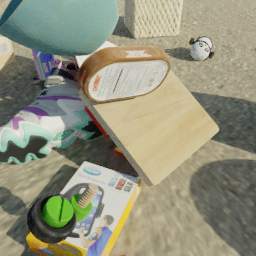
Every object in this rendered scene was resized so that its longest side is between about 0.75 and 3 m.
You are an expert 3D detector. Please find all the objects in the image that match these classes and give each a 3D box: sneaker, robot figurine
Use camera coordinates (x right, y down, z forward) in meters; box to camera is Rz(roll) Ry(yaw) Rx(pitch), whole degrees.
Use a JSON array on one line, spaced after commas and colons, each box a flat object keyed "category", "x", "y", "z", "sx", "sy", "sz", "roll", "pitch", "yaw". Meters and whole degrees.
[{"category": "sneaker", "x": -1.994, "y": -0.439, "z": 6.424, "sx": 2.914, "sy": 1.133, "sz": 2.038, "roll": -15, "pitch": 58, "yaw": -33}, {"category": "sneaker", "x": -1.334, "y": -1.355, "z": 7.607, "sx": 0.674, "sy": 0.788, "sz": 1.921, "roll": 6, "pitch": 5, "yaw": 25}, {"category": "robot figurine", "x": 2.685, "y": -2.916, "z": 10.185, "sx": 0.847, "sy": 0.703, "sz": 1.127, "roll": 5, "pitch": 36, "yaw": 27}]

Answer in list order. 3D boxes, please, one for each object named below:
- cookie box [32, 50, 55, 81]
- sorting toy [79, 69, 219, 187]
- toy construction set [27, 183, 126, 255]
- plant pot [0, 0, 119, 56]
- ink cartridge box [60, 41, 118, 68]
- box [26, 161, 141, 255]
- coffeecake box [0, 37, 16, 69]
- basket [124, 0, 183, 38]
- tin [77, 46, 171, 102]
[{"category": "cookie box", "x": -2.644, "y": -2.215, "z": 8.941, "sx": 0.513, "sy": 1.167, "sz": 1.365, "roll": -10, "pitch": 39, "yaw": -8}, {"category": "sorting toy", "x": 0.427, "y": -0.188, "z": 6.050, "sx": 2.300, "sy": 0.800, "sz": 2.286, "roll": -32, "pitch": 80, "yaw": -35}, {"category": "toy construction set", "x": -1.027, "y": 2.538, "z": 2.838, "sx": 2.476, "sy": 2.281, "sz": 2.969, "roll": 0, "pitch": 46, "yaw": -51}, {"category": "plant pot", "x": -1.158, "y": -2.400, "z": 5.535, "sx": 2.465, "sy": 1.660, "sz": 2.465, "roll": -31, "pitch": 41, "yaw": 32}, {"category": "ink cartridge box", "x": -0.679, "y": -1.644, "z": 7.777, "sx": 2.411, "sy": 0.750, "sz": 2.996, "roll": 17, "pitch": 35, "yaw": -35}, {"category": "box", "x": -0.628, "y": 1.399, "z": 5.001, "sx": 1.242, "sy": 0.433, "sz": 2.087, "roll": 14, "pitch": 43, "yaw": 18}, {"category": "coffeecake box", "x": -5.489, "y": -2.552, "z": 9.596, "sx": 2.374, "sy": 0.867, "sz": 1.822, "roll": 14, "pitch": 41, "yaw": 17}, {"category": "basket", "x": 1.032, "y": -5.127, "z": 11.862, "sx": 2.190, "sy": 2.210, "sz": 1.777, "roll": -7, "pitch": 45, "yaw": -8}, {"category": "tin", "x": -0.011, "y": -0.940, "z": 4.910, "sx": 1.780, "sy": 0.997, "sz": 0.373, "roll": -12, "pitch": 53, "yaw": -32}]
